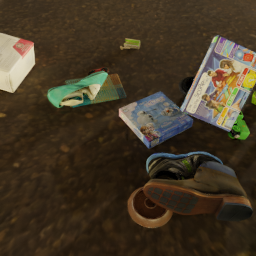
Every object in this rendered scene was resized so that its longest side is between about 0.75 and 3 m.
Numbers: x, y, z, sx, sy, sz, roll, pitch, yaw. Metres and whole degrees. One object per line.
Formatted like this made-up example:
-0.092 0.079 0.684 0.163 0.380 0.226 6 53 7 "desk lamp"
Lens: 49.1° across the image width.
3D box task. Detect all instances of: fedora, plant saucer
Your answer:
2.543 -1.380 10.787 1.384 0.632 1.384 0 45 0 "fedora"
0.629 2.105 7.742 1.272 0.219 1.272 1 46 -1 "plant saucer"

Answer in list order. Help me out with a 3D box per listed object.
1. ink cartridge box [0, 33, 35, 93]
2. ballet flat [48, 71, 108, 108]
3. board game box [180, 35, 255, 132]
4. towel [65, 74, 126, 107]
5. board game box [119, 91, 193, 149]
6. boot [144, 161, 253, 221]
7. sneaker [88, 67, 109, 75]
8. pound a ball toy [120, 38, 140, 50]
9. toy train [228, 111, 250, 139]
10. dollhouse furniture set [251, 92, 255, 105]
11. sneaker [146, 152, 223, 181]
-5.637 -2.877 11.452 2.906 1.232 2.116 17 51 0 "ink cartridge box"
-1.718 -1.343 10.448 2.461 0.829 0.866 -24 75 -23 "ballet flat"
2.596 -1.188 7.709 1.492 2.204 0.380 23 13 -3 "board game box"
-1.318 -1.534 11.236 2.212 0.240 1.622 -10 47 -11 "towel"
0.963 -0.367 9.965 1.893 0.411 1.884 -25 50 -22 "board game box"
1.854 1.587 7.714 2.866 1.071 1.389 14 40 -4 "boot"
-1.222 -2.352 11.928 0.958 0.339 0.468 -10 5 19 "sneaker"
0.112 -3.959 13.525 0.869 0.369 0.567 11 73 11 "pound a ball toy"
3.729 -0.553 10.125 0.684 0.506 2.425 6 46 -8 "toy train"
5.089 -1.782 10.847 2.868 1.107 1.433 29 52 25 "dollhouse furniture set"
1.659 1.230 8.285 2.209 0.783 0.915 -3 56 3 "sneaker"
